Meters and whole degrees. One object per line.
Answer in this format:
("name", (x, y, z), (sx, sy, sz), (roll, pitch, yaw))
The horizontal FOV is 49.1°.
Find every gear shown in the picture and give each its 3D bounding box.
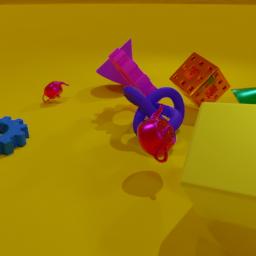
("gear", (-3.409, 0.212, 6.915), (1.783, 0.330, 1.783), (0, 26, 0))
("gear", (0.213, -1.481, 8.308), (0.363, 1.964, 1.964), (-42, 32, 2))

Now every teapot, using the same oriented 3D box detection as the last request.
("teapot", (-2.427, -1.248, 9.353), (1.069, 0.523, 0.665), (-41, 1, -9))
("teapot", (0.599, 0.108, 5.463), (0.809, 0.637, 1.301), (25, 46, -33))

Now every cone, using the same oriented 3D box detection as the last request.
("cone", (3.641, -0.822, 7.445), (1.254, 1.249, 1.249), (-31, 18, 20))
("cone", (-0.185, -2.545, 10.346), (1.571, 1.576, 1.571), (21, 17, -7))

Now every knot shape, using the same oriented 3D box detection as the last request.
("knot shape", (0.808, -0.448, 7.153), (1.712, 0.845, 1.829), (-8, 51, -35))

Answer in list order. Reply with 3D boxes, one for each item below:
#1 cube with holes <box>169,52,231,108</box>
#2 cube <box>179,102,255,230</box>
("cube with holes", (2.185, -1.386, 8.552), (1.100, 1.100, 1.100), (34, 13, -46))
("cube", (1.671, 0.572, 3.996), (1.335, 1.335, 1.335), (6, 61, 30))
